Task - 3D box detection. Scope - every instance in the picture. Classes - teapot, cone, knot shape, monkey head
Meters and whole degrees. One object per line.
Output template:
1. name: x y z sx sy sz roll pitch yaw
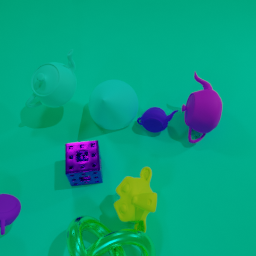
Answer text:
1. teapot: 0.807 -0.279 7.933 1.253 0.779 0.614 -8 43 28
2. teapot: 1.980 -0.552 7.743 0.975 1.239 1.992 8 90 -4
3. teapot: -2.733 1.802 6.103 0.742 0.584 1.193 2 30 -26
4. cone: -0.511 -0.674 7.434 1.471 1.477 1.471 0 90 6
5. teapot: -2.015 -1.260 7.547 2.015 0.987 1.253 -45 68 8
6. knot shape: -0.543 2.634 5.730 2.035 0.940 1.904 -28 71 -32
7. monkey head: 0.317 1.654 6.389 1.166 0.976 1.620 -3 73 38

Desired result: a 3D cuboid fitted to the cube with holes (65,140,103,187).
1. cube with holes: -1.111 0.910 7.150 0.828 0.828 0.828 -6 58 -4
